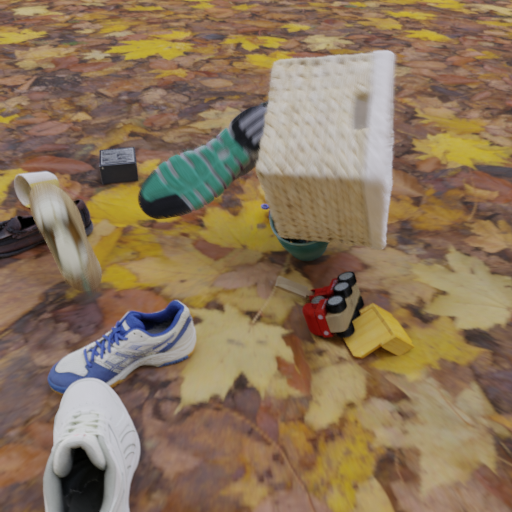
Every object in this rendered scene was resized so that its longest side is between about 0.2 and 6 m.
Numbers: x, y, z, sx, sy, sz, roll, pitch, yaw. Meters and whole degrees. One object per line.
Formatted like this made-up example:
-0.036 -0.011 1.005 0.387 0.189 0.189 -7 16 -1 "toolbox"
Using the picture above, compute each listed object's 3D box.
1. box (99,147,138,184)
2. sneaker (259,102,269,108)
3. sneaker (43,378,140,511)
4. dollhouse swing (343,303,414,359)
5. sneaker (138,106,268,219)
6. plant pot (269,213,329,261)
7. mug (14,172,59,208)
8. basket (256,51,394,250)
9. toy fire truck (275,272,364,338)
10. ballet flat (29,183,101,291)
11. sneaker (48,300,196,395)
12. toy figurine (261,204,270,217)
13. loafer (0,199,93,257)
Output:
-3.383 -2.222 13.776 0.880 0.542 0.873 -7 37 -9 "box"
0.408 -3.219 14.678 0.955 1.086 2.565 -9 37 -11 "sneaker"
-1.978 2.399 6.739 1.109 1.414 2.845 -10 37 -13 "sneaker"
1.976 1.358 9.239 0.760 0.735 0.836 30 20 -34 "dollhouse swing"
-0.789 -1.579 10.916 3.083 1.350 1.147 -33 78 -2 "sneaker"
0.935 -0.480 10.746 1.209 1.136 1.209 -4 63 9 "plant pot"
-4.922 -1.485 12.800 0.766 0.956 0.785 -13 11 43 "mug"
1.265 -1.680 9.292 1.967 2.446 2.424 4 67 13 "basket"
1.013 0.781 9.603 1.361 0.876 1.198 -9 25 28 "toy fire truck"
-3.346 -0.420 9.691 0.777 0.720 2.205 -32 80 -6 "ballet flat"
-2.066 1.314 8.568 2.316 1.021 0.872 -20 42 -23 "sneaker"
0.613 -1.229 12.204 1.022 0.900 1.707 -2 35 7 "toy figurine"
-4.611 -0.619 11.397 2.446 0.770 0.879 -14 39 -18 "loafer"
